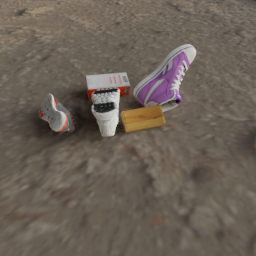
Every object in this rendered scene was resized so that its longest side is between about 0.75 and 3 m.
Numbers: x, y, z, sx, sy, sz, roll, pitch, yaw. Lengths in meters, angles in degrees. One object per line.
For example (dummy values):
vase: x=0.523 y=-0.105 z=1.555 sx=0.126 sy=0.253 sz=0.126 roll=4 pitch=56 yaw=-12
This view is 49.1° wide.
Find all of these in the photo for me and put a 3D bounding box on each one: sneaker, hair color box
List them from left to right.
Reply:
sneaker: x=-2.129 y=-0.367 z=8.583 sx=0.769 sy=0.724 sz=1.879 roll=27 pitch=16 yaw=-43
sneaker: x=-0.649 y=-0.573 z=8.574 sx=0.889 sy=0.959 sz=2.365 roll=-6 pitch=28 yaw=4
hair color box: x=-0.728 y=-1.538 z=10.011 sx=1.488 sy=0.456 sz=0.755 roll=-7 pitch=54 yaw=-11
sneaker: x=1.559 y=-1.511 z=9.235 sx=2.578 sy=0.934 sz=1.470 roll=-45 pitch=54 yaw=3

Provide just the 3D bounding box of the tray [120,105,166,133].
tray: x=0.459 y=-0.291 z=8.447 sx=1.257 sy=0.233 sz=0.620 roll=-11 pitch=80 yaw=-15
